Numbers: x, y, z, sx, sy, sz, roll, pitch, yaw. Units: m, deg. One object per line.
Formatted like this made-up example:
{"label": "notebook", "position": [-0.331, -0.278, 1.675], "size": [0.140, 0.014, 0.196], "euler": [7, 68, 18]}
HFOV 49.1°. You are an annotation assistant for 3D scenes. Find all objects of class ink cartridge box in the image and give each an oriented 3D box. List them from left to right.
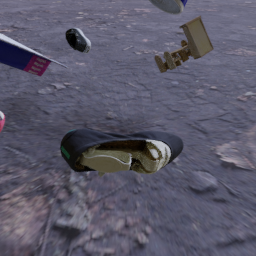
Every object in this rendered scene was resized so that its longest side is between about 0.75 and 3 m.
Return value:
{"label": "ink cartridge box", "position": [-3.165, -1.852, 5.856], "size": [2.818, 0.610, 2.767], "euler": [31, 10, 30]}

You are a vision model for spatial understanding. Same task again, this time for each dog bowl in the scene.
{"label": "dog bowl", "position": [1.259, -4.254, 9.016], "size": [1.331, 0.524, 1.331], "euler": [28, 4, -2]}

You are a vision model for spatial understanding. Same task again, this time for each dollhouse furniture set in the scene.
{"label": "dollhouse furniture set", "position": [1.539, -2.370, 7.935], "size": [1.261, 0.955, 1.438], "euler": [-35, 15, -27]}

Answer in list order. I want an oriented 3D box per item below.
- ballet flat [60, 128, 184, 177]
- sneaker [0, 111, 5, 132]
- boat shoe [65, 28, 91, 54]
{"label": "ballet flat", "position": [0.037, 0.407, 4.071], "size": [1.993, 0.728, 0.728], "euler": [5, 29, -22]}
{"label": "sneaker", "position": [-2.190, -0.160, 3.854], "size": [1.066, 0.430, 0.398], "euler": [16, -9, 14]}
{"label": "boat shoe", "position": [-1.795, -3.000, 9.403], "size": [0.500, 0.606, 1.765], "euler": [6, 27, -37]}
